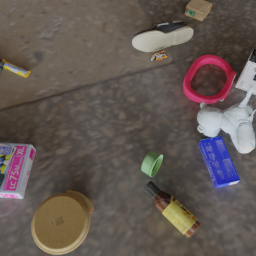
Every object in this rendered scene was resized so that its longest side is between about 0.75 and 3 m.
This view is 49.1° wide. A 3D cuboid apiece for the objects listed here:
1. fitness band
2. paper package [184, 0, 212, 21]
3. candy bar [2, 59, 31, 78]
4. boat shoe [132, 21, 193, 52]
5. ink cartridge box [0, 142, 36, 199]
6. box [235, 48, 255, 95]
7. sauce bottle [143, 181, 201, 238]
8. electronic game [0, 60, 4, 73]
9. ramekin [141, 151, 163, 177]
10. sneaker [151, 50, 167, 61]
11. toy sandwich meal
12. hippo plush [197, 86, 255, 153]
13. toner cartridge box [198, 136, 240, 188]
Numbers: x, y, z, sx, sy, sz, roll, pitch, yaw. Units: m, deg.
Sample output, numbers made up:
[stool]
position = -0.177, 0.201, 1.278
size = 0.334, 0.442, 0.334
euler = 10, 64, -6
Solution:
[fitness band]
position = 3.293, -1.982, 11.371
size = 1.794, 0.467, 2.498
euler = 25, 62, 17
[paper package]
position = 3.368, -5.707, 13.434
size = 0.983, 0.508, 0.937
euler = 30, 64, 15
[candy bar]
position = -4.762, -2.504, 11.801
size = 1.535, 0.170, 0.383
euler = 24, 64, 14
[boat shoe]
position = 1.417, -4.099, 12.282
size = 2.845, 1.034, 0.892
euler = -15, 56, -14
[ink cartridge box]
position = -4.815, 1.338, 9.379
size = 2.990, 0.627, 1.784
euler = 2, 60, 3
[box]
position = 5.674, -1.806, 10.643
size = 2.603, 1.518, 0.783
euler = 25, 61, 15
[sauce bottle]
position = 1.307, 2.456, 8.676
size = 0.658, 0.658, 1.993
euler = -41, 70, -20
[electronic game]
position = -5.751, -2.512, 11.763
size = 1.073, 0.223, 1.073
euler = -4, 62, 7
[ramekin]
position = 0.788, 1.181, 9.334
size = 0.407, 0.834, 0.834
euler = 26, 63, 22
[sneaker]
position = 1.351, -3.071, 12.067
size = 0.755, 0.296, 0.292
euler = -27, 80, -9
[toy sandwich meal]
position = -1.967, 2.827, 8.517
size = 1.942, 0.665, 1.942
euler = -1, 63, 2
[hippo plush]
position = 3.263, -0.045, 9.466
size = 1.770, 2.201, 1.753
euler = -3, 67, 18
[toner cartridge box]
position = 3.095, 1.142, 9.597
size = 0.801, 0.364, 1.687
euler = -10, 61, -7
